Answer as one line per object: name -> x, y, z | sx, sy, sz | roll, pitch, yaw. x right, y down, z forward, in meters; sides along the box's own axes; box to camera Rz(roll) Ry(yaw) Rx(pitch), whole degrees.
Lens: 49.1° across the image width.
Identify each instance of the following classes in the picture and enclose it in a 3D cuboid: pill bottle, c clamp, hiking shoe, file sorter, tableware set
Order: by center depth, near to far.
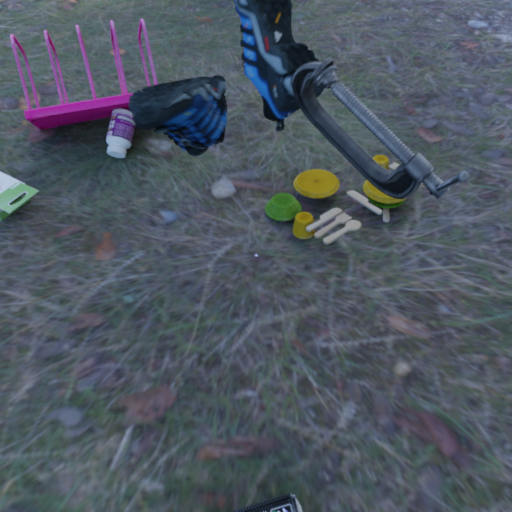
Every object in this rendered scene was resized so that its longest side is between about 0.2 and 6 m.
c clamp -> 1.267, -1.428, 6.355 | 0.315, 1.984, 2.323 | -44, 82, -5
hiking shoe -> -0.955, -2.031, 8.325 | 0.978, 1.140, 2.629 | -3, 19, 20
hiking shoe -> 0.045, -3.370, 8.703 | 0.994, 1.158, 2.672 | -12, 77, -38
tableware set -> 1.633, -1.112, 10.490 | 2.786, 0.428, 1.877 | -32, 51, -25
pill bottle -> -2.789, -2.502, 11.498 | 0.513, 0.513, 0.913 | 7, 79, 7
file sorter -> -3.448, -3.756, 11.584 | 2.666, 1.672, 1.852 | -13, 9, -12

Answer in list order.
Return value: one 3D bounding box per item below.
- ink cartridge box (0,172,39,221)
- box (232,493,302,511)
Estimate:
ink cartridge box -> -4.736, -1.105, 10.420 | 1.407, 0.417, 0.731 | 24, 51, 22
box -> -0.244, 3.623, 5.551 | 1.882, 0.463, 1.949 | -17, 47, 3
